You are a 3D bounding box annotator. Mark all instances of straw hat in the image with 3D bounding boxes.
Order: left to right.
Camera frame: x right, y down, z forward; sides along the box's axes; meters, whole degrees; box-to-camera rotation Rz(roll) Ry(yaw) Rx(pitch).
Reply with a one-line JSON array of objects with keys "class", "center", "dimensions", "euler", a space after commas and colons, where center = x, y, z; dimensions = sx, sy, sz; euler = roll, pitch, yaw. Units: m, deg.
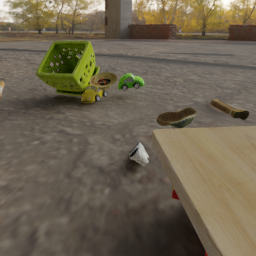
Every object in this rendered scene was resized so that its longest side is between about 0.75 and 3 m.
[{"class": "straw hat", "center": [-0.928, -1.704, 10.880], "dimensions": [1.078, 0.456, 1.078], "euler": [-2, 42, 2]}]

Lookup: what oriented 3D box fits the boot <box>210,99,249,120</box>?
[{"class": "boot", "center": [2.938, -0.562, 8.075], "dimensions": [0.775, 0.293, 0.885], "euler": [6, 23, -36]}]

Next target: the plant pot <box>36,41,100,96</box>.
[{"class": "plant pot", "center": [-2.348, -2.364, 11.668], "dimensions": [1.876, 1.702, 1.866], "euler": [8, 64, 22]}]

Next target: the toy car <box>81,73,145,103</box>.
[{"class": "toy car", "center": [-0.641, -1.938, 12.071], "dimensions": [2.683, 0.636, 2.852], "euler": [-9, 24, 1]}]

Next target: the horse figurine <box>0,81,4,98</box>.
[{"class": "horse figurine", "center": [-3.005, 0.257, 5.448], "dimensions": [0.648, 2.596, 1.720], "euler": [19, 49, -32]}]

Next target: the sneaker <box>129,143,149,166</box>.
[{"class": "sneaker", "center": [0.277, 0.632, 6.557], "dimensions": [0.418, 0.388, 1.032], "euler": [40, 9, -4]}]

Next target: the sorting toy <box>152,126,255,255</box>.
[{"class": "sorting toy", "center": [2.104, 1.039, 4.320], "dimensions": [2.973, 1.041, 2.991], "euler": [-2, 24, -9]}]

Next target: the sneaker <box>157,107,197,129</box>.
[{"class": "sneaker", "center": [1.258, -0.143, 7.391], "dimensions": [1.241, 0.557, 0.416], "euler": [-15, 46, -29]}]
